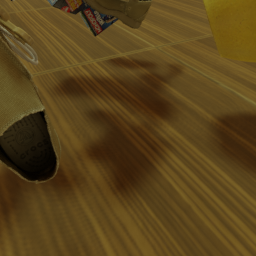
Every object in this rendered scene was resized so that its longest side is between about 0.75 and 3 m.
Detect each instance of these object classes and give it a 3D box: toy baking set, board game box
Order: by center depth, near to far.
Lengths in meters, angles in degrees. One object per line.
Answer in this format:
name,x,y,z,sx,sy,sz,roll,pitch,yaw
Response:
toy baking set,-1.454,-1.128,2.810,0.190,1.256,1.637,-51,10,-7
board game box,-0.750,-2.804,5.730,1.731,1.733,0.534,-35,65,-1

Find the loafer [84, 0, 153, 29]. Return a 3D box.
loafer,-0.279,-2.538,5.170,0.851,0.755,2.239,49,25,16

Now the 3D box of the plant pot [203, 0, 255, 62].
plant pot,2.770,-2.537,5.844,2.074,2.921,2.921,-17,31,24

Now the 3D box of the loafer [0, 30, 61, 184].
loafer,-1.184,-0.280,2.541,0.834,2.195,0.740,-41,45,-14
